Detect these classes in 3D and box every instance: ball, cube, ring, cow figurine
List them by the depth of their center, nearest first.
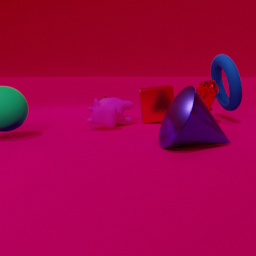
[{"bbox_3d":[-2.947,-0.449,6.669,1.083,1.083,1.083,0,11,0],"label":"ball"},{"bbox_3d":[-0.623,-0.493,8.289,1.586,0.885,1.611,-2,17,-30],"label":"cow figurine"},{"bbox_3d":[0.924,-0.794,9.043,1.043,1.043,1.043,-6,10,2],"label":"cube"},{"bbox_3d":[2.435,-0.919,9.043,0.822,1.498,1.474,33,32,14],"label":"cow figurine"},{"bbox_3d":[3.195,-1.471,9.190,0.378,1.888,1.888,-15,12,1],"label":"ring"}]

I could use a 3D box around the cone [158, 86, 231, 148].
[{"bbox_3d":[1.629,0.042,6.052,1.435,1.429,1.429,24,7,-12],"label":"cone"}]

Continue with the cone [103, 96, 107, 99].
[{"bbox_3d":[-0.618,-0.590,9.988,0.851,0.848,0.848,25,6,-13],"label":"cone"}]
